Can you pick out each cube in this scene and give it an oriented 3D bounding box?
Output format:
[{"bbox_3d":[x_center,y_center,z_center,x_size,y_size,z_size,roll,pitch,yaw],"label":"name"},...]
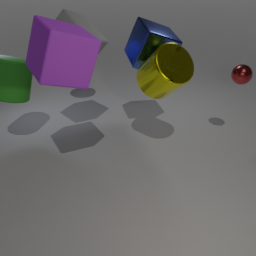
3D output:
[{"bbox_3d":[-1.791,-2.023,7.581,1.400,1.400,1.400,0,32,-37],"label":"cube"},{"bbox_3d":[0.873,-2.972,10.262,1.400,1.400,1.400,9,37,-25],"label":"cube"},{"bbox_3d":[-1.841,-3.047,9.822,1.400,1.400,1.400,49,24,5],"label":"cube"}]

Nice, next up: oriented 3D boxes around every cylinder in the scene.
[{"bbox_3d":[-4.118,-1.729,9.838,1.400,1.400,1.400,12,16,-4],"label":"cylinder"},{"bbox_3d":[1.177,-1.815,9.109,1.400,1.400,1.400,-16,-7,-26],"label":"cylinder"}]

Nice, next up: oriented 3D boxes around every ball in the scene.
[{"bbox_3d":[3.981,-1.869,9.798,0.700,0.700,0.700,0,29,0],"label":"ball"}]
